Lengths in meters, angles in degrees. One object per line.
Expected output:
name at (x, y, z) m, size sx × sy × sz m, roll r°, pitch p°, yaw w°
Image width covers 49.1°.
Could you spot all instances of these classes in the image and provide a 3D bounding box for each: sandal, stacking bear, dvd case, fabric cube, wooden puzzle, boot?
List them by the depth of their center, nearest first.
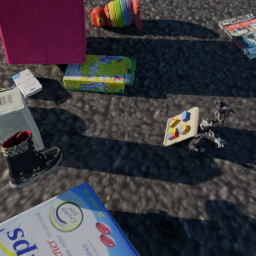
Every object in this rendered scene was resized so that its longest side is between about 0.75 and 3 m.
boot at (-2.198, 0.580, 6.515) m, size 0.553 × 1.139 × 1.512 m, roll 18°, pitch 38°, yaw 32°
sandal at (1.001, 2.666, 7.660) m, size 1.234 × 0.295 × 0.464 m, roll 36°, pitch 62°, yaw 22°
wooden puzzle at (1.706, -0.083, 9.136) m, size 0.290 × 1.251 × 1.159 m, roll 37°, pitch 51°, yaw -28°
fabric cube at (-3.077, -4.307, 10.423) m, size 2.914 × 2.905 × 2.859 m, roll -2°, pitch 39°, yaw -6°
dvd case at (5.422, -4.123, 12.386) m, size 1.819 × 0.274 × 2.492 m, roll -18°, pitch 56°, yaw -12°
stacking bear at (-0.575, -5.076, 12.550) m, size 2.207 × 1.340 × 1.255 m, roll -8°, pitch 51°, yaw 2°

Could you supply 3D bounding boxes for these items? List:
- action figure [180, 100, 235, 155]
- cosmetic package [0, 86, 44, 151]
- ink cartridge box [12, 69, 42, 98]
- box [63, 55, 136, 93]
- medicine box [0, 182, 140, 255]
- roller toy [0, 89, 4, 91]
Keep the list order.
action figure at (2.557, 0.187, 8.779) m, size 1.038 × 2.034 × 1.209 m, roll 34°, pitch 16°, yaw -6°
cosmetic package at (-3.411, -0.104, 8.467) m, size 1.102 × 2.132 × 0.930 m, roll -18°, pitch 56°, yaw -14°
ink cartridge box at (-3.752, -1.622, 10.566) m, size 0.693 × 0.399 × 1.196 m, roll -32°, pitch 61°, yaw -20°
box at (-1.024, -2.119, 10.796) m, size 2.581 × 0.624 × 1.514 m, roll 4°, pitch 55°, yaw 6°
medicine box at (-1.527, 3.127, 6.250) m, size 2.894 × 1.490 × 2.636 m, roll -22°, pitch 57°, yaw -32°
roller toy at (-4.750, -0.689, 9.575) m, size 1.394 × 0.974 × 1.272 m, roll -7°, pitch 48°, yaw 5°
